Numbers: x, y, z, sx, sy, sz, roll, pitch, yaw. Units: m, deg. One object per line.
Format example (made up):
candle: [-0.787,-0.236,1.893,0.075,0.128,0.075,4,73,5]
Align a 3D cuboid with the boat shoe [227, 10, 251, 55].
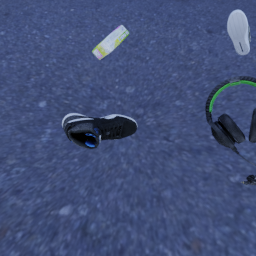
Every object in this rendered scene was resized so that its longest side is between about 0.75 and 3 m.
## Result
boat shoe: [2.622,-2.293,6.596,0.442,1.226,0.435,1,57,30]

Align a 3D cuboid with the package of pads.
package of pads: [-0.419,-1.908,6.313,0.290,0.852,0.658,47,71,-17]

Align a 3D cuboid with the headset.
headset: [2.405,0.061,5.781,1.365,1.038,2.210,-11,77,22]

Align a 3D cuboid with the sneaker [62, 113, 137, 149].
sneaker: [-0.489,0.131,5.681,1.616,0.591,0.904,2,24,-18]
